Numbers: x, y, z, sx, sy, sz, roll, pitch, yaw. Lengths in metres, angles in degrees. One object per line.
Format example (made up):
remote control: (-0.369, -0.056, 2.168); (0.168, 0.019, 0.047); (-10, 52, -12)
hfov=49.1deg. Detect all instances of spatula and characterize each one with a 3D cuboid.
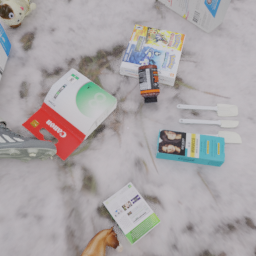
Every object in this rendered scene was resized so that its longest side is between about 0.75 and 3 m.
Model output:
spatula: (2.364, -0.190, 8.312); (1.880, 0.151, 1.307); (3, 68, 3)

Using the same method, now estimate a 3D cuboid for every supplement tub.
supplement tub: (0.641, -1.304, 8.405); (0.598, 0.598, 1.119); (-6, 95, -3)

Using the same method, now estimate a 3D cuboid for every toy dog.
toy dog: (-4.093, -4.422, 9.916); (1.616, 1.163, 1.667); (-9, 64, 6)

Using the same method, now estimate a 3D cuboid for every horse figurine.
horse figurine: (-1.108, 3.600, 6.034); (2.801, 0.699, 1.856); (-27, 66, -13)

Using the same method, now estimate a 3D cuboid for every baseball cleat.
baseball cleat: (-3.252, 0.253, 7.625); (2.646, 0.923, 1.408); (-2, 63, -2)

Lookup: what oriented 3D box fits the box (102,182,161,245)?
box: (0.081, 2.134, 7.057); (0.914, 0.230, 1.266); (-33, 66, -16)

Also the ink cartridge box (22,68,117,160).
ink cartridge box: (-1.738, -0.486, 8.228); (1.848, 0.575, 2.297); (36, 67, 17)

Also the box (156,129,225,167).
box: (1.709, 0.544, 7.740); (1.800, 0.443, 0.741); (7, 63, 4)

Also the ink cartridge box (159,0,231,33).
ink cartridge box: (2.231, -4.763, 9.834); (2.655, 1.529, 0.901); (42, 69, 18)

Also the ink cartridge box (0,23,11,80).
ink cartridge box: (-4.980, -1.938, 8.428); (2.044, 1.199, 2.792); (-2, 55, 1)

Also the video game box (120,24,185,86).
video game box: (0.843, -2.449, 9.274); (1.791, 0.460, 1.966); (14, 64, 4)
